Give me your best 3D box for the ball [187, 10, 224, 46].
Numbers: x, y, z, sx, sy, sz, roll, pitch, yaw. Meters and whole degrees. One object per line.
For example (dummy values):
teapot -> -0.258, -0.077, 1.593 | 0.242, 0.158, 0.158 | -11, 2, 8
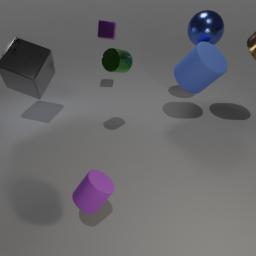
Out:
ball -> 3.040, -3.866, 10.976 | 1.400, 1.400, 1.400 | 0, 33, 0

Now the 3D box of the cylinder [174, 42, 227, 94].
cylinder -> 2.669, -2.204, 10.391 | 1.400, 1.400, 1.400 | 16, 56, -25

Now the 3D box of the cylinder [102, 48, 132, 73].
cylinder -> -0.329, -2.050, 8.570 | 0.700, 0.700, 0.700 | 20, 17, 28

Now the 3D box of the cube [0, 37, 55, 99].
cube -> -3.658, -2.156, 10.270 | 1.400, 1.400, 1.400 | 20, 66, 1

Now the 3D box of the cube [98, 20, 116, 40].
cube -> -0.909, -4.251, 12.204 | 0.700, 0.700, 0.700 | 6, 13, 1

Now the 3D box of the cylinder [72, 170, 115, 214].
cylinder -> -0.772, 1.419, 6.267 | 0.700, 0.700, 0.700 | 33, 19, -13

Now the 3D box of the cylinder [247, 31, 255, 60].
cylinder -> 4.880, -2.875, 9.029 | 1.400, 1.400, 1.400 | 12, 60, -21
